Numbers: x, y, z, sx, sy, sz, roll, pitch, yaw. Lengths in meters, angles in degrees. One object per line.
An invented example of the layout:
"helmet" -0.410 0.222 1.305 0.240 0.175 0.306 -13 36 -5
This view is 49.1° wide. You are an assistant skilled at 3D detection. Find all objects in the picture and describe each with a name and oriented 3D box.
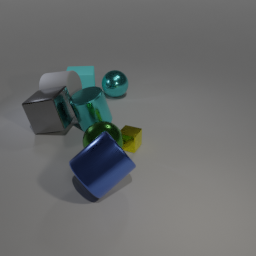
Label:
"cylinder" -1.497 -0.761 11.458 1.400 1.400 1.400 -13 34 9
"cylinder" -0.725 1.038 8.068 1.400 1.400 1.400 -41 39 -4
"ball" -0.670 -2.287 14.501 1.400 1.400 1.400 0 29 0
"cube" -3.161 -0.744 11.442 1.400 1.400 1.400 -7 28 16
"ball" -0.849 0.459 9.592 1.400 1.400 1.400 0 29 0
"cube" -2.437 -2.343 14.583 1.400 1.400 1.400 -3 29 -4
"cylinder" -2.975 -1.797 12.513 1.400 1.400 1.400 -2 28 17
"cube" 0.071 0.400 10.423 0.700 0.700 0.700 13 32 21
